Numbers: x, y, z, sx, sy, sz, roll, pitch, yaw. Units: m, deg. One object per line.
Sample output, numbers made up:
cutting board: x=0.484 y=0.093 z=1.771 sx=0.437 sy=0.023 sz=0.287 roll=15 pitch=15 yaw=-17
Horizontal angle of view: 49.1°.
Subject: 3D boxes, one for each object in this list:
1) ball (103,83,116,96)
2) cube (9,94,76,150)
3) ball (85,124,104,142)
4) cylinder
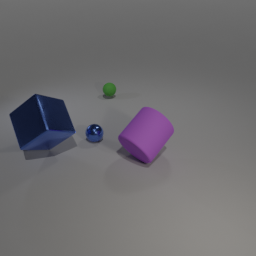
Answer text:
ball: x=-0.953 y=-1.988 z=14.445 sx=0.700 sy=0.700 sz=0.700 roll=0 pitch=29 yaw=0
cube: x=-2.957 y=-0.153 z=9.738 sx=1.400 sy=1.400 sz=1.400 roll=-31 pitch=-17 yaw=23
ball: x=-1.295 y=0.189 z=10.824 sx=0.700 sy=0.700 sz=0.700 roll=0 pitch=29 yaw=0
cylinder: x=0.614 y=0.238 z=9.553 sx=1.400 sy=1.400 sz=1.400 roll=26 pitch=68 yaw=38
